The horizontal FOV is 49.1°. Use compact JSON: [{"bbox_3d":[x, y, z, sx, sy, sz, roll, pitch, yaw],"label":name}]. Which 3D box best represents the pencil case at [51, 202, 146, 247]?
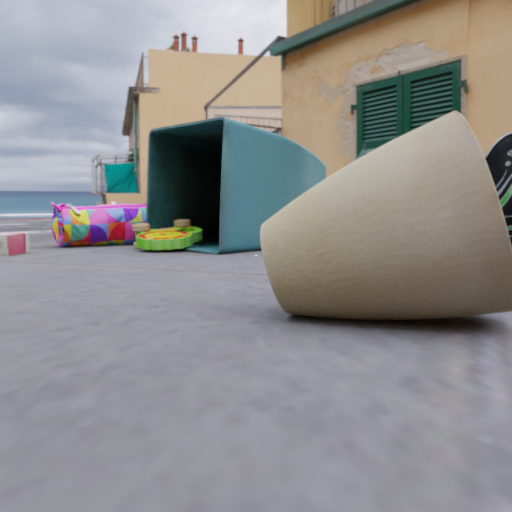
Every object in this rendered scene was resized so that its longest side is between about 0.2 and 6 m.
[{"bbox_3d":[-3.085,-0.646,11.433,2.127,0.940,0.940,-3,6,-34],"label":"pencil case"}]

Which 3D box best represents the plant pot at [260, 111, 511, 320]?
[{"bbox_3d":[0.889,-0.114,4.228,1.583,1.482,1.482,-16,2,14],"label":"plant pot"}]

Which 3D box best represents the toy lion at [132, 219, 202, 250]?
[{"bbox_3d":[-1.607,-0.342,10.455,1.417,0.486,1.358,-9,14,-34],"label":"toy lion"}]

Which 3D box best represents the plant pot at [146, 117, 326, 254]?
[{"bbox_3d":[-0.193,-1.273,11.228,3.251,2.297,2.296,-2,5,-44],"label":"plant pot"}]

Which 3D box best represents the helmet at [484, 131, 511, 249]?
[{"bbox_3d":[4.079,-0.892,8.611,1.981,1.981,1.889,-5,-35,-39],"label":"helmet"}]

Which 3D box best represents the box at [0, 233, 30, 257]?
[{"bbox_3d":[-4.212,-0.199,9.487,0.429,0.365,0.670,0,6,7],"label":"box"}]
